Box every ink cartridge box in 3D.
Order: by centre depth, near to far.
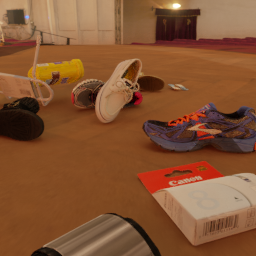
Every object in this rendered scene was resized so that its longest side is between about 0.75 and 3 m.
[{"bbox_3d":[1.125,0.848,4.205,1.440,0.425,1.799,-7,22,-19],"label":"ink cartridge box"}]

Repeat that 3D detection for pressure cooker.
[{"bbox_3d":[-0.350,1.289,2.196,0.965,0.950,1.080,14,20,43],"label":"pressure cooker"}]

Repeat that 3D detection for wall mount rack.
[{"bbox_3d":[-3.363,-1.796,8.834,2.498,2.170,0.931,11,44,15],"label":"wall mount rack"}]

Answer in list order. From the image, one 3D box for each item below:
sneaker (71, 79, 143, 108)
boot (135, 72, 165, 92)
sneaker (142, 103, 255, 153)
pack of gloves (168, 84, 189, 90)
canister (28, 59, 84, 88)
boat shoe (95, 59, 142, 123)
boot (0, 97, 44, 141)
[{"bbox_3d":[-0.635,-1.049,8.813,2.283,0.920,0.852,-7,23,-21],"label":"sneaker"},{"bbox_3d":[0.682,-1.993,11.869,1.813,0.654,1.402,2,19,11],"label":"boot"},{"bbox_3d":[1.545,-0.079,5.985,2.481,0.973,0.935,0,19,0],"label":"sneaker"},{"bbox_3d":[2.095,-1.669,11.784,0.699,0.164,0.832,3,22,-19],"label":"pack of gloves"},{"bbox_3d":[-2.429,-1.814,9.409,1.550,0.671,1.151,-16,2,-35],"label":"canister"},{"bbox_3d":[-0.109,-1.089,7.661,0.906,0.785,2.124,-10,45,49],"label":"boat shoe"},{"bbox_3d":[-2.575,-0.301,6.991,1.885,0.709,1.409,7,21,21],"label":"boot"}]
